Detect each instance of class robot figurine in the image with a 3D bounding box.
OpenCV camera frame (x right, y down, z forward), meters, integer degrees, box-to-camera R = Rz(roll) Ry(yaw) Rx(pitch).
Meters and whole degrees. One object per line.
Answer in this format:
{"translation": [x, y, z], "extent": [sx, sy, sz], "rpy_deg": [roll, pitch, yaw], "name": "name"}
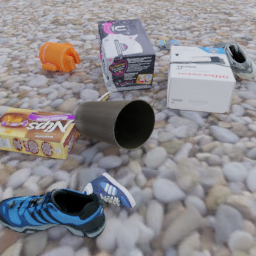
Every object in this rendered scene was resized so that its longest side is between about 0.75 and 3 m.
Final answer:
{"translation": [-2.843, -2.923, 11.450], "extent": [1.847, 1.329, 1.077], "rpy_deg": [17, 6, 22], "name": "robot figurine"}

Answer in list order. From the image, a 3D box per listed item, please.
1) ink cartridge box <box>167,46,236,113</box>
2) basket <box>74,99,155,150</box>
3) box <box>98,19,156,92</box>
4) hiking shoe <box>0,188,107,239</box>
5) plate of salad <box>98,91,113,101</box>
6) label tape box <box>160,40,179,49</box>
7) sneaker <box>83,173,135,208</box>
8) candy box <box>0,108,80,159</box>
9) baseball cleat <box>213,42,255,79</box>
{"translation": [2.449, -1.822, 9.868], "extent": [2.027, 1.181, 2.804], "rpy_deg": [4, 37, 6], "name": "ink cartridge box"}
{"translation": [-0.471, -0.167, 7.328], "extent": [1.777, 1.208, 1.602], "rpy_deg": [7, 20, 40], "name": "basket"}
{"translation": [-0.156, -2.829, 10.602], "extent": [1.771, 1.538, 2.681], "rpy_deg": [-6, 46, -8], "name": "box"}
{"translation": [-1.543, 1.524, 5.560], "extent": [2.269, 0.984, 0.844], "rpy_deg": [2, 37, 3], "name": "hiking shoe"}
{"translation": [-0.774, -0.920, 9.134], "extent": [0.187, 0.780, 0.780], "rpy_deg": [49, 48, -1], "name": "plate of salad"}
{"translation": [1.986, -4.059, 13.632], "extent": [0.849, 0.281, 0.608], "rpy_deg": [-4, 36, -2], "name": "label tape box"}
{"translation": [-0.476, 1.539, 6.073], "extent": [0.812, 0.447, 1.108], "rpy_deg": [-37, 55, -25], "name": "sneaker"}
{"translation": [-2.541, 0.112, 7.763], "extent": [2.189, 0.618, 1.277], "rpy_deg": [7, 36, 10], "name": "candy box"}
{"translation": [4.152, -3.086, 11.302], "extent": [0.985, 1.504, 2.826], "rpy_deg": [-40, 39, 10], "name": "baseball cleat"}
